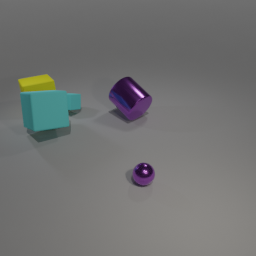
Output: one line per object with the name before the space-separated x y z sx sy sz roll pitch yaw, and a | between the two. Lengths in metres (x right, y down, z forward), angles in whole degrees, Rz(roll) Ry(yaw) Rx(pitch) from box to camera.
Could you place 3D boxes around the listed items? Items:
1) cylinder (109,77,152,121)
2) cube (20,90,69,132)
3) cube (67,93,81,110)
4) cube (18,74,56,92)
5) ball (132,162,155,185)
cylinder | 0.105 -1.288 12.288 1.400 1.400 1.400 -26 63 -38
cube | -3.265 -0.726 10.968 1.400 1.400 1.400 -10 13 -34
cube | -2.643 -1.211 12.799 0.700 0.700 0.700 8 12 31
cube | -4.173 -1.582 13.076 1.400 1.400 1.400 -16 28 -23
ball | 0.484 1.415 8.633 0.700 0.700 0.700 0 29 0
